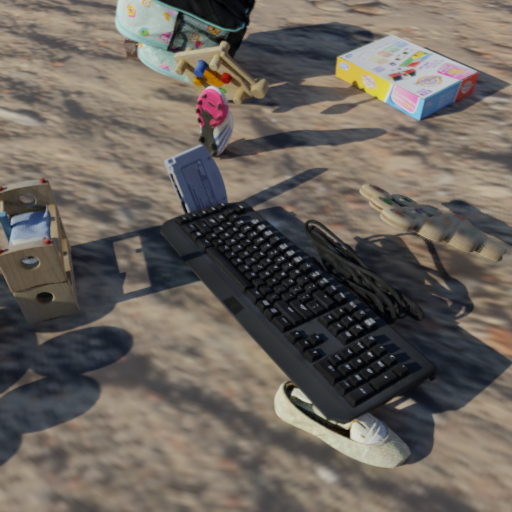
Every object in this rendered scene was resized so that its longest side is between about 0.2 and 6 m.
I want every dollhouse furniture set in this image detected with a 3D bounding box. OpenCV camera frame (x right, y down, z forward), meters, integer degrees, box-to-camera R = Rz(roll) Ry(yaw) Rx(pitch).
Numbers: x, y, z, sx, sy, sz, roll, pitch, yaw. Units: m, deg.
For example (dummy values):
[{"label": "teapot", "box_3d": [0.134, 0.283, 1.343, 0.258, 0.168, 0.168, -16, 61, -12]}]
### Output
[{"label": "dollhouse furniture set", "box_3d": [-3.953, 0.075, 8.240, 2.188, 1.533, 1.542, -13, 47, -13]}]

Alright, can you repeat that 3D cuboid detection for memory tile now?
[{"label": "memory tile", "box_3d": [2.761, -0.563, 8.869, 2.121, 0.178, 1.626, 17, 23, -14]}]

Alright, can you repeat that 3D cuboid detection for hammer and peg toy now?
[{"label": "hammer and peg toy", "box_3d": [-0.687, -3.886, 11.889, 1.963, 1.444, 0.692, 6, 63, 37]}]

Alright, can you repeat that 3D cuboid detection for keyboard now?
[{"label": "keyboard", "box_3d": [0.621, 0.201, 8.241, 2.423, 0.923, 4.656, -17, 43, -32]}]

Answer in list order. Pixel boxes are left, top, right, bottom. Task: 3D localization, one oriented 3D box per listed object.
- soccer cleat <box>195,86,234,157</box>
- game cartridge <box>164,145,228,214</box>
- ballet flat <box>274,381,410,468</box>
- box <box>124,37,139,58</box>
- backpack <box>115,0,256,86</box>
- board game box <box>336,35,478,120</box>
[{"label": "soccer cleat", "box_3d": [-0.745, -2.677, 10.789, 0.626, 1.792, 0.774, 36, 62, 11]}, {"label": "game cartridge", "box_3d": [-0.989, -1.225, 9.809, 0.868, 1.302, 0.264, -28, 21, -23]}, {"label": "ballet flat", "box_3d": [1.044, 2.065, 6.931, 1.791, 0.559, 0.604, 18, 38, 16]}, {"label": "box", "box_3d": [-2.926, -5.339, 14.395, 0.857, 0.429, 0.321, 6, 47, 7]}, {"label": "backpack", "box_3d": [-1.797, -5.587, 13.153, 2.927, 2.244, 2.573, 24, 46, -16]}, {"label": "board game box", "box_3d": [3.524, -4.310, 13.292, 2.010, 0.530, 2.627, -29, 52, -26]}]
